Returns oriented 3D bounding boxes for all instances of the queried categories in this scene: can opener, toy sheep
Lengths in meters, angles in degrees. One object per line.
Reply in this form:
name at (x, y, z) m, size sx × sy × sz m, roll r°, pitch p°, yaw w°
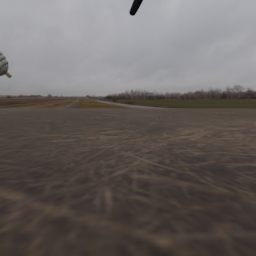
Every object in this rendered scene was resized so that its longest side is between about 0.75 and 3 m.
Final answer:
can opener at (0.369, -3.211, 6.569) m, size 0.535 × 0.432 × 1.362 m, roll 33°, pitch -43°, yaw -9°
toy sheep at (-3.227, -1.568, 6.771) m, size 0.993 × 0.684 × 0.684 m, roll 35°, pitch -1°, yaw -10°
